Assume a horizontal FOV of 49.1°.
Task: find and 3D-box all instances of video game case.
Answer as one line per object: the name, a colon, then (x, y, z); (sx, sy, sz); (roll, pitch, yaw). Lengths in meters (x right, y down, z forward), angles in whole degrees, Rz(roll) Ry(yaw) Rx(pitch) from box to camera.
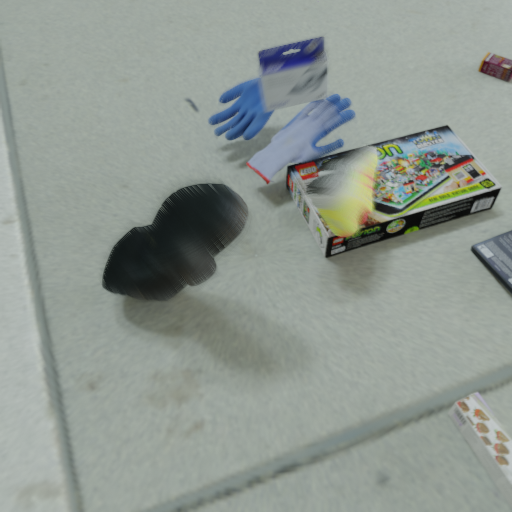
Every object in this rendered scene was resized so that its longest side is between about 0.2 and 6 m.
video game case: (5.039, -0.015, 10.129); (1.808, 0.171, 1.291); (-19, 50, -13)

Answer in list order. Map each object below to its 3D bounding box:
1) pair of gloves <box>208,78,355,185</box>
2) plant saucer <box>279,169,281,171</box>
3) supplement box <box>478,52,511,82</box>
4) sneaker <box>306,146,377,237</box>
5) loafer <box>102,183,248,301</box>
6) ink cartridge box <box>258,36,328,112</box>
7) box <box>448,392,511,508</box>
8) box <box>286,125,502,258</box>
pair of gloves: (0.471, -2.760, 11.134); (2.359, 0.334, 2.935); (-40, 58, 1)
plant saucer: (0.305, -2.005, 11.756); (0.609, 0.153, 0.609); (0, 53, 0)
supplement box: (5.879, -4.585, 13.601); (0.790, 0.338, 0.436); (30, 58, 21)
sneaker: (1.605, -1.107, 9.684); (0.953, 1.101, 2.439); (-15, 21, 35)
loafer: (-1.080, -0.104, 8.475); (1.207, 3.338, 1.215); (26, 60, -30)
ink cartridge box: (0.628, -2.977, 9.272); (1.125, 1.128, 0.229); (-13, 57, 0)
box: (3.516, 2.968, 7.787); (0.421, 0.451, 2.176); (-20, 54, -14)
box: (2.610, -1.336, 10.938); (3.620, 0.628, 1.992); (-17, 54, -12)
